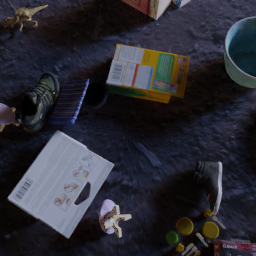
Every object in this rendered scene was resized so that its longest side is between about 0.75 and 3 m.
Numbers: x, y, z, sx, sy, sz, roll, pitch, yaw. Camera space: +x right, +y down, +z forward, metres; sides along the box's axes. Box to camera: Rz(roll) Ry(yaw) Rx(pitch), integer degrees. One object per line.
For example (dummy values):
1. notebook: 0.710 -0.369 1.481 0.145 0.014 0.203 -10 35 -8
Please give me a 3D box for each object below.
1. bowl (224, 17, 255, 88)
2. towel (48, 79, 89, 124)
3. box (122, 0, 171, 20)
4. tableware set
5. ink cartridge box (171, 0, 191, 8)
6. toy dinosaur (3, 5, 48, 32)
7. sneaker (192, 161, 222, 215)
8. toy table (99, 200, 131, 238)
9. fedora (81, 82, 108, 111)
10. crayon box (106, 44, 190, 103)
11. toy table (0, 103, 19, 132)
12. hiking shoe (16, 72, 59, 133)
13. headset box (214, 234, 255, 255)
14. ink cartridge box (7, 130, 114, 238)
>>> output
1. bowl: 4.982 -2.713 10.949 2.846 1.489 2.846 0 70 1
2. towel: -2.255 -0.998 10.613 1.375 0.226 1.899 1 67 37
3. box: 0.706 -6.110 12.223 2.301 1.471 1.254 34 73 12
4. tableware set: 2.211 3.448 9.342 1.802 0.276 1.214 -39 71 -12
5. ink cartridge box: 2.226 -6.210 12.817 0.741 0.427 1.279 -38 74 -13
6. toy dinosaur: -4.428 -4.888 12.223 2.205 0.642 1.115 -27 71 -10
7. sneaker: 2.645 1.966 9.552 0.977 0.697 1.971 9 52 7
8. toy table: -0.485 2.941 9.074 1.020 0.650 1.110 -23 104 -36
9. fedora: -1.348 -1.159 10.865 1.239 0.566 1.239 0 70 0
10. crayon box: 0.789 -2.115 11.112 2.975 0.767 1.871 11 70 5
11. toy table: -4.685 -0.439 10.544 1.147 0.672 1.054 34 73 11
12. hiking shoe: -3.315 -1.114 10.461 0.967 1.285 2.553 13 70 5
13. headset box: 3.539 4.423 8.665 1.568 0.791 2.110 4 70 2
14. ink cartridge box: -2.238 1.870 9.716 2.497 0.627 2.877 29 72 10
